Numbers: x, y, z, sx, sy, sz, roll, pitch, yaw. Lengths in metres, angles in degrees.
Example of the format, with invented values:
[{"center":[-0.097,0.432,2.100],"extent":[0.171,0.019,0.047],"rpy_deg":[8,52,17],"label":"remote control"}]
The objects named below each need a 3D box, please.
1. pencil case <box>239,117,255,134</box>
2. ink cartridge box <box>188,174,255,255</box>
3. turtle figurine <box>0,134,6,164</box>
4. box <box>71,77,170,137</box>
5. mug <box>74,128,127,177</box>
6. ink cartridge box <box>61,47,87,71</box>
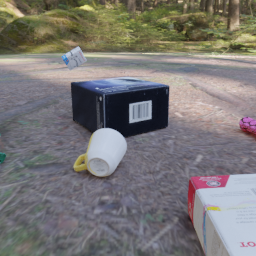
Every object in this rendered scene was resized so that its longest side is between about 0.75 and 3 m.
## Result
[{"center":[4.645,0.011,10.157],"extent":[0.652,0.631,1.391],"rpy_deg":[-14,20,-14],"label":"pencil case"},{"center":[2.060,1.705,4.760],"extent":[1.616,0.937,2.189],"rpy_deg":[-1,21,-2],"label":"ink cartridge box"},{"center":[-4.309,0.557,8.314],"extent":[1.168,0.786,1.561],"rpy_deg":[-26,45,-33],"label":"turtle figurine"},{"center":[-0.388,-0.958,11.137],"extent":[2.902,1.788,2.878],"rpy_deg":[-12,21,-32],"label":"box"},{"center":[-0.721,0.828,7.595],"extent":[1.079,1.347,1.106],"rpy_deg":[32,29,-7],"label":"mug"},{"center":[-2.173,-2.806,11.343],"extent":[0.813,0.593,0.343],"rpy_deg":[-31,43,-1],"label":"ink cartridge box"}]
